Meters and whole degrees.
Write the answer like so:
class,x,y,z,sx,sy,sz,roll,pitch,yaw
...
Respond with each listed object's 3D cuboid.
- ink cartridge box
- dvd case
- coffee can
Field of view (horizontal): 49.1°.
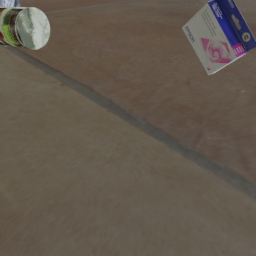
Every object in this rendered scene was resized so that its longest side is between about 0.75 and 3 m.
class,x,y,z,sx,sy,sz,roll,pitch,yaw
ink cartridge box,2.304,-2.397,7.297,0.350,1.586,1.616,-28,-2,-25
dvd case,-4.102,-3.849,9.228,0.183,1.705,2.293,17,-6,-7
coffee can,-2.359,-2.155,5.989,1.132,0.829,0.829,17,38,32
